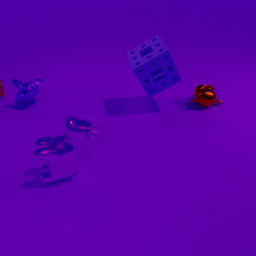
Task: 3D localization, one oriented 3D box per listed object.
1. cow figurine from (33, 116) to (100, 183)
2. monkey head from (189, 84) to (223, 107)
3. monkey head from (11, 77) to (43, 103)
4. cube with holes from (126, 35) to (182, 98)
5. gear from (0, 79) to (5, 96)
[{"bbox_3d":[-1.416,0.511,6.700,1.565,1.591,0.873,-10,31,-8],"label":"cow figurine"},{"bbox_3d":[2.660,-1.080,9.925,1.296,0.932,0.781,-1,76,-17],"label":"monkey head"},{"bbox_3d":[-3.603,-1.387,9.788,1.264,0.909,0.762,-40,15,7],"label":"monkey head"},{"bbox_3d":[0.839,-2.026,9.199,1.223,1.223,1.223,-27,40,9],"label":"cube with holes"},{"bbox_3d":[-4.915,-1.705,10.204,0.215,1.163,1.163,-19,36,0],"label":"gear"}]
